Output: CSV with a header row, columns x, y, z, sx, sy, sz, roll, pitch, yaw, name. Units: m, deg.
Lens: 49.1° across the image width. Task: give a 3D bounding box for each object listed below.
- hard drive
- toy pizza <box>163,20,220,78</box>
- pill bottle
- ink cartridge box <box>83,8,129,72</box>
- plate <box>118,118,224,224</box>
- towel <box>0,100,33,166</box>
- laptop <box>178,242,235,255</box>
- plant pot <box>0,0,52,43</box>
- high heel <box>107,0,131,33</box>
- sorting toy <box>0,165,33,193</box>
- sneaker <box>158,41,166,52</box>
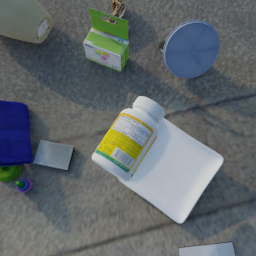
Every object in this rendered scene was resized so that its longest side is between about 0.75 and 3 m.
x,y,z,sx,sy,sz,roll,pitch,yaw,name
-2.868,1.069,10.930,1.389,0.228,0.970,11,70,4,hard drive
2.603,-3.232,11.614,2.427,2.427,0.385,-11,34,-4,toy pizza
0.088,0.287,8.718,1.398,1.398,2.479,31,77,11,pill bottle
-0.910,-3.545,11.475,1.734,2.347,0.889,22,72,8,ink cartridge box
1.558,1.513,10.424,2.889,0.467,2.883,34,85,11,plate
-4.738,0.196,10.703,1.947,0.653,2.636,5,62,-36,towel
2.829,4.901,9.017,1.957,1.211,2.090,-5,70,-3,laptop
-4.816,-4.913,12.042,2.797,2.619,2.619,31,73,2,plant pot
-0.901,-5.278,12.897,1.610,0.806,2.258,-14,79,-12,high heel
-4.781,1.293,10.442,2.935,1.011,1.018,40,75,14,sorting toy
2.277,-3.615,12.176,1.874,1.082,0.703,21,71,7,sneaker
